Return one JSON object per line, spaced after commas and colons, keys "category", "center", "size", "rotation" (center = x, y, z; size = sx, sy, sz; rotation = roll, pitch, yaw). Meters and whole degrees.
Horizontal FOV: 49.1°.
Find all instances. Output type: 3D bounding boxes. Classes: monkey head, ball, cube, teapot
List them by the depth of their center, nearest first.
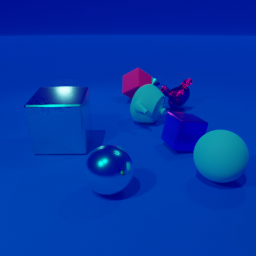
{"category": "ball", "center": [-0.351, 0.754, 5.081], "size": [0.911, 0.911, 0.911], "rotation": [0, 20, 0]}
{"category": "ball", "center": [1.788, 0.541, 5.417], "size": [1.011, 1.011, 1.011], "rotation": [0, 20, 0]}
{"category": "cube", "center": [1.383, 0.081, 6.954], "size": [0.771, 0.771, 0.771], "rotation": [5, 18, -20]}
{"category": "cube", "center": [-1.648, -0.216, 6.977], "size": [1.292, 1.292, 1.292], "rotation": [-1, 27, 0]}
{"category": "teapot", "center": [0.666, -0.673, 8.619], "size": [0.980, 1.245, 2.002], "rotation": [26, 19, 20]}
{"category": "monkey head", "center": [1.682, -1.225, 10.008], "size": [0.989, 1.375, 0.829], "rotation": [38, 42, 5]}
{"category": "cube", "center": [0.372, -1.691, 11.041], "size": [0.848, 0.848, 0.848], "rotation": [-20, -31, 39]}

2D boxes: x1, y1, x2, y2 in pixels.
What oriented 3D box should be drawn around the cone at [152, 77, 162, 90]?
{"category": "cone", "center": [0.807, -1.456, 11.487], "size": [0.914, 0.914, 0.917], "rotation": [9, 47, 22]}
